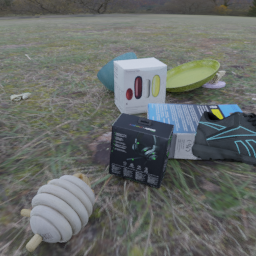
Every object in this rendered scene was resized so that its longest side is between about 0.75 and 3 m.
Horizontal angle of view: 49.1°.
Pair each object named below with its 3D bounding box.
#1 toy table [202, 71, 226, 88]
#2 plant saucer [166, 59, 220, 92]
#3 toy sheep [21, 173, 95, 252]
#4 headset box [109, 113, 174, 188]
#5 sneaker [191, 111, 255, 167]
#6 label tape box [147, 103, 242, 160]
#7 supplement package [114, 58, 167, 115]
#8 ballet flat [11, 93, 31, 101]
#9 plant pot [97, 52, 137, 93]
[{"bbox_3d":[4.154,-2.392,13.595,1.206,0.706,1.108,-10,29,-17],"label":"toy table"},{"bbox_3d":[2.827,-2.389,13.078,2.922,0.454,2.922,-19,26,10],"label":"plant saucer"},{"bbox_3d":[-1.338,1.598,5.496,1.269,1.269,1.841,12,44,22],"label":"toy sheep"},{"bbox_3d":[0.313,0.504,6.919,1.384,1.589,0.737,13,31,14],"label":"headset box"},{"bbox_3d":[2.407,0.210,5.410,1.034,1.087,2.741,7,-1,-42],"label":"sneaker"},{"bbox_3d":[2.082,0.047,8.628,2.952,0.934,2.129,2,28,3],"label":"label tape box"},{"bbox_3d":[0.449,-1.647,10.938,1.736,1.815,1.335,-9,28,-16],"label":"supplement package"},{"bbox_3d":[-4.597,-1.309,12.064,0.857,0.289,0.267,-13,58,-16],"label":"ballet flat"},{"bbox_3d":[-0.207,-2.203,12.298,1.942,1.308,1.942,-30,-5,-3],"label":"plant pot"}]
